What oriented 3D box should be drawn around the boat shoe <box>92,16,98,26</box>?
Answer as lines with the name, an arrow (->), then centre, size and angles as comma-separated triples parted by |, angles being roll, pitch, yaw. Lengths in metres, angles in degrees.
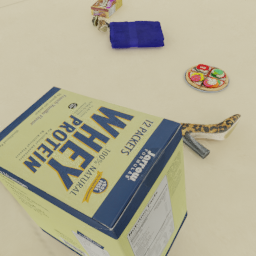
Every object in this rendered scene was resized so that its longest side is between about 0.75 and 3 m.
boat shoe -> -1.515, -4.860, 12.778 | 0.260, 0.293, 0.801 | -5, 42, 9

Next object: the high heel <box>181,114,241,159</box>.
high heel -> 2.226, -0.139, 7.977 | 1.883, 0.672, 1.342 | -38, 63, -19

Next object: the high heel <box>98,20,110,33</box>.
high heel -> -1.213, -4.497, 12.297 | 0.768, 0.385, 1.077 | 30, 37, 17

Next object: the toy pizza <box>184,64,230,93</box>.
toy pizza -> 2.792, -1.823, 9.891 | 1.596, 0.253, 1.596 | 0, 47, 0

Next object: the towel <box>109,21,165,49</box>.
towel -> 0.332, -3.838, 11.669 | 2.210, 0.548, 1.632 | -3, 53, -3

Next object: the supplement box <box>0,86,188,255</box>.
supplement box -> -0.545, 1.066, 4.944 | 2.653, 2.650, 1.781 | 18, 52, 29

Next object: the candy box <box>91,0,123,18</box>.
candy box -> -1.018, -5.980, 13.687 | 0.957, 0.463, 1.641 | 17, 47, 16
